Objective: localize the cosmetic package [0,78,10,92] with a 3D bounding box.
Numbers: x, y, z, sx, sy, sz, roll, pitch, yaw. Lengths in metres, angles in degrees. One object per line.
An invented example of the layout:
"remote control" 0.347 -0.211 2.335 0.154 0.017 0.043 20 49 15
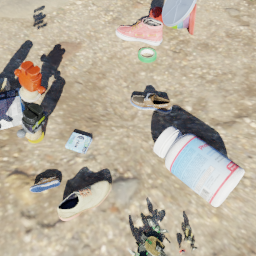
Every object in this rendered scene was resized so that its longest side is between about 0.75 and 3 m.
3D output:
"cosmetic package" -5.745 -1.653 11.807 1.362 0.484 0.716 -8 53 -6

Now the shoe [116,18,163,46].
"shoe" 0.560 -4.964 13.961 2.477 1.127 0.885 17 54 13

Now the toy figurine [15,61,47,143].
"toy figurine" -4.357 -0.832 9.957 2.872 1.998 2.827 -5 64 -22

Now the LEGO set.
"LEGO set" 0.947 3.361 8.016 2.007 0.569 1.303 11 54 -8

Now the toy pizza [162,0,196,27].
"toy pizza" 1.719 -4.037 9.129 0.250 1.579 1.579 18 43 -34

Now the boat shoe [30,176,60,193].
"boat shoe" -2.744 1.845 9.222 0.972 0.351 0.352 -10 47 -20

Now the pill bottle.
"pill bottle" 2.179 1.127 9.033 2.686 1.461 1.461 38 61 25

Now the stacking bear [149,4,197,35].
"stacking bear" 2.305 -5.792 14.586 2.368 1.347 1.438 7 52 11

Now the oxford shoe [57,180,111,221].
"oxford shoe" -1.316 2.173 8.707 1.880 0.694 0.665 -33 59 -23

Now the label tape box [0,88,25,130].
"label tape box" -5.116 -0.649 10.920 2.036 0.673 1.459 -14 53 -12

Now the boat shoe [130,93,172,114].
"boat shoe" 0.937 -1.097 11.287 1.720 0.622 0.621 12 53 9

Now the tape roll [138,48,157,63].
"tape roll" 0.928 -3.482 13.397 0.901 0.217 0.901 0 52 0

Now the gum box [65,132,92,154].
"gum box" -1.803 0.552 10.297 0.777 0.173 0.660 15 54 12
